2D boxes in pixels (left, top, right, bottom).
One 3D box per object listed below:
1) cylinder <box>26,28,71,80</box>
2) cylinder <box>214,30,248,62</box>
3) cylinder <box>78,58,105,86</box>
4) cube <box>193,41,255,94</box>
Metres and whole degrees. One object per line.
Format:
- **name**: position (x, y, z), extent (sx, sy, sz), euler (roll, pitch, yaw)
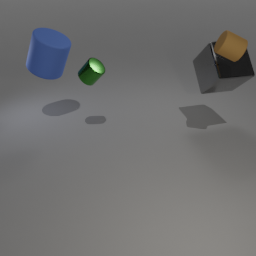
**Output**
- **cylinder**: position (-2.987, -2.781, 10.515), extent (1.400, 1.400, 1.400), euler (18, 37, -14)
- **cylinder**: position (3.057, -2.442, 8.352), extent (0.700, 0.700, 0.700), euler (23, 28, -9)
- **cylinder**: position (-1.260, -1.943, 9.683), extent (0.700, 0.700, 0.700), euler (27, 44, -30)
- **cube**: position (3.400, -2.177, 10.128), extent (1.400, 1.400, 1.400), euler (-8, -12, -14)
